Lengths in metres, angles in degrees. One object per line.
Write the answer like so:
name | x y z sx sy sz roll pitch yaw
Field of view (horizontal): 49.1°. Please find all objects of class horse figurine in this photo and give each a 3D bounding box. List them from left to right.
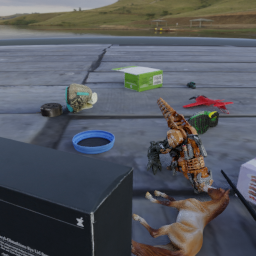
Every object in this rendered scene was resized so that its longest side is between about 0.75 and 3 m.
horse figurine | 0.813 1.576 4.668 1.413 0.532 2.133 11 24 25

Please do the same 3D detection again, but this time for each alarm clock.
alarm clock | -2.807 -0.739 10.581 0.799 0.394 1.184 11 21 25

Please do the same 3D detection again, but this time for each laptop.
laptop | 2.723 1.534 3.882 2.355 1.216 2.087 -2 23 -5

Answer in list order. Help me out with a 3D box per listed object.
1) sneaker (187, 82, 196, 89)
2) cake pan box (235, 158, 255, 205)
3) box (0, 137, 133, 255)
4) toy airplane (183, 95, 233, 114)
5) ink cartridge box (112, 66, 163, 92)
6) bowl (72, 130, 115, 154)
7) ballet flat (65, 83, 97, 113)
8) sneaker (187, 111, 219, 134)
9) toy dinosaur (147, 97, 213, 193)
sneaker | 3.258 -2.230 14.281 0.303 0.318 0.803 -8 22 -13
cake pan box | 4.009 1.185 5.118 2.749 0.781 2.985 -14 26 -37
box | -1.328 1.247 3.703 2.653 1.873 1.046 10 25 22
toy airplane | 3.265 -1.014 11.210 2.067 0.380 2.067 0 22 0
ink cartridge box | 0.436 -2.626 14.537 1.680 0.861 2.273 -18 27 -36
bowl | -0.970 0.391 7.967 1.193 0.234 1.193 0 23 0
ballet flat | -1.648 -1.013 9.895 1.082 0.975 2.875 0 1 -12
sneaker | 2.317 -0.203 9.090 0.694 0.636 1.630 10 14 40
toy dinosaur | 1.186 0.364 6.255 1.125 1.495 2.203 9 62 -15
